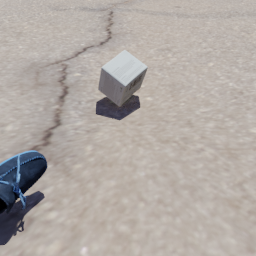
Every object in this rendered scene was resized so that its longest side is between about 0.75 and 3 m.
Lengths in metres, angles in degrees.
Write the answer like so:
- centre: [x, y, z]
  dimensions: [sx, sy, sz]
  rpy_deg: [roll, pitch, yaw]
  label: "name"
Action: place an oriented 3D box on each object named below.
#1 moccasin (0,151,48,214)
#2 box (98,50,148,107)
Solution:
- centre: [-2.445, 1.368, 5.370]
  dimensions: [0.810, 0.956, 2.376]
  rpy_deg: [14, 45, 41]
  label: "moccasin"
- centre: [-0.199, -1.642, 9.325]
  dimensions: [1.041, 1.216, 1.210]
  rpy_deg: [39, 60, 10]
  label: "box"
